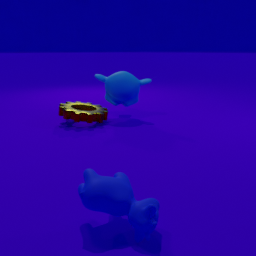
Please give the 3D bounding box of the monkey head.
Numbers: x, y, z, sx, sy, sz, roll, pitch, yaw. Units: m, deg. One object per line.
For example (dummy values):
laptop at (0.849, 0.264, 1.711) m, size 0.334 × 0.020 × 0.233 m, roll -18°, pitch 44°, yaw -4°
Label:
monkey head at (-0.160, -1.336, 8.878) m, size 1.743 × 1.050 × 1.254 m, roll 5°, pitch 30°, yaw 1°

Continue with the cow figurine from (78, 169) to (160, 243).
cow figurine at (-0.112, 0.934, 3.463) m, size 0.987 × 0.542 × 0.971 m, roll 14°, pitch 18°, yaw -25°

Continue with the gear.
gear at (-1.333, -0.491, 8.412) m, size 1.457 × 0.269 × 1.457 m, roll 8°, pitch 17°, yaw -2°
